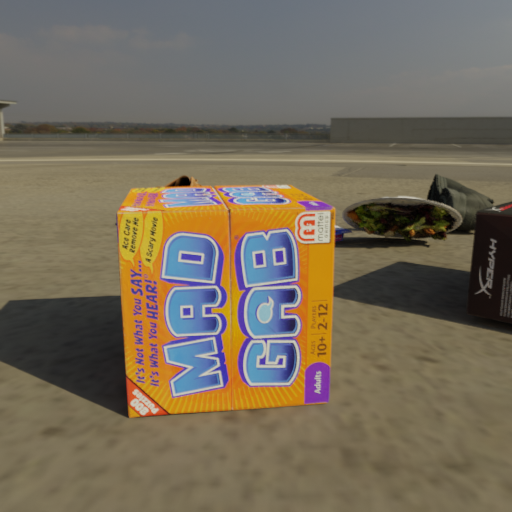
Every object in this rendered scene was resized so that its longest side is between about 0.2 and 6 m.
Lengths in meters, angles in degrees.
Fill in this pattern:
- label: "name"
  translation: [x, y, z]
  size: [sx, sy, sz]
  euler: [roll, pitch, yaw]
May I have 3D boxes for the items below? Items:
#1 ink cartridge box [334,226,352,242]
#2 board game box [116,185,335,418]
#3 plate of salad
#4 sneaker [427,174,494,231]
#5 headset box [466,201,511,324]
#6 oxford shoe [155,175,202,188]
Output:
- label: "ink cartridge box"
  translation: [1.131, -0.522, 11.530]
  size: [0.910, 0.320, 1.524]
  euler: [-9, 20, -34]
- label: "board game box"
  translation: [-0.320, 0.272, 5.153]
  size: [1.672, 1.673, 1.671]
  euler: [-2, 13, -8]
- label: "plate of salad"
  translation: [2.734, -0.597, 10.637]
  size: [2.209, 0.530, 2.209]
  euler: [7, -16, 2]
- label: "sneaker"
  translation: [4.777, -1.127, 13.128]
  size: [1.401, 1.172, 3.086]
  euler: [11, 21, 4]
- label: "headset box"
  translation: [4.607, 0.149, 6.381]
  size: [3.501, 1.313, 2.602]
  euler: [10, 15, 37]
- label: "oxford shoe"
  translation: [-1.492, -1.387, 13.659]
  size: [1.185, 1.185, 3.324]
  euler: [3, 11, 18]
